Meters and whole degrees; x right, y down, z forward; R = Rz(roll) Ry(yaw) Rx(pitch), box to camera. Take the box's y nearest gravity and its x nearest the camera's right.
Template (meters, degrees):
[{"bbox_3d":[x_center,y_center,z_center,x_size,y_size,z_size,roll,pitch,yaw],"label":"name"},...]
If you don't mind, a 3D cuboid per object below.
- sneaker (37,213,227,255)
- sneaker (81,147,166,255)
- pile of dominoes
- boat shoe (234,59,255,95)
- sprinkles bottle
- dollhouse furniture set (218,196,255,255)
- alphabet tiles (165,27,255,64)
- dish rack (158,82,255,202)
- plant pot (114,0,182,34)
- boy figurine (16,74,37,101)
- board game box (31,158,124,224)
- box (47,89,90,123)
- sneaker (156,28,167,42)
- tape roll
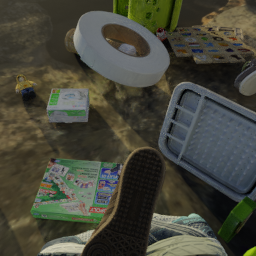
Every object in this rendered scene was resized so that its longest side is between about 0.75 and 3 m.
[{"bbox_3d":[0.039,1.988,4.557,2.888,1.121,1.246,-2,24,1],"label":"sneaker"},{"bbox_3d":[-0.009,1.292,3.810,0.742,0.796,2.107,24,82,8],"label":"sneaker"},{"bbox_3d":[3.033,-3.016,9.829,1.881,0.384,2.413,10,39,13],"label":"pile of dominoes"},{"bbox_3d":[3.694,-1.600,7.991,2.320,0.833,0.690,-27,52,-29],"label":"boat shoe"},{"bbox_3d":[-0.895,-2.497,8.866,2.304,0.786,0.786,24,50,21],"label":"sprinkles bottle"},{"bbox_3d":[2.490,2.134,4.336,1.087,0.840,2.175,-33,54,-28],"label":"dollhouse furniture set"},{"bbox_3d":[2.565,-2.772,9.137,2.399,0.091,2.883,-2,38,-4],"label":"alphabet tiles"},{"bbox_3d":[1.762,0.240,5.476,2.244,1.926,0.488,33,43,25],"label":"dish rack"},{"bbox_3d":[0.726,-4.682,10.034,2.050,2.259,2.248,-6,43,-16],"label":"plant pot"},{"bbox_3d":[-2.892,-1.178,7.934,0.606,0.314,0.974,-22,52,-16],"label":"boy figurine"},{"bbox_3d":[-0.803,1.237,5.610,1.890,0.275,1.272,4,47,4],"label":"board game box"},{"bbox_3d":[-1.514,-0.577,7.243,0.974,0.471,0.860,0,44,-1],"label":"box"},{"bbox_3d":[1.235,-3.393,9.973,0.278,0.446,0.831,21,50,19],"label":"sneaker"},{"bbox_3d":[-0.147,-2.359,8.158,2.903,0.530,2.903,17,44,-17],"label":"tape roll"}]
